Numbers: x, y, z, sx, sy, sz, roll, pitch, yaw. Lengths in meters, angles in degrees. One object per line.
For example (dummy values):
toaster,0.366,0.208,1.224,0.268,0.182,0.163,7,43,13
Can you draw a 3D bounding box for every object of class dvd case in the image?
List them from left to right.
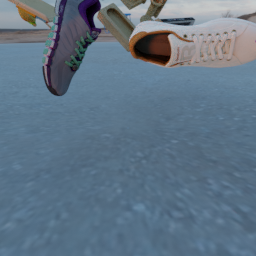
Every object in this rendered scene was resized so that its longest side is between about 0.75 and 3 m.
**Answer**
dvd case,1.365,-2.998,9.445,1.881,1.414,0.233,-21,56,-38

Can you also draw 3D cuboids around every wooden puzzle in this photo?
wooden puzzle,-1.964,-2.653,6.299,1.101,0.222,1.190,29,27,4

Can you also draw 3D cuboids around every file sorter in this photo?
file sorter,-0.369,-3.703,9.913,0.667,0.590,0.961,3,21,27

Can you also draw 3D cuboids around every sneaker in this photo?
sneaker,-0.966,-1.516,5.089,0.854,1.950,0.726,11,5,20
sneaker,1.201,-1.355,4.906,2.441,0.889,1.033,3,35,12

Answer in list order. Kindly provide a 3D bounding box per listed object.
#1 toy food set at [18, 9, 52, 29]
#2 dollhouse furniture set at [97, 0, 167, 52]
toy food set,-2.905,-3.260,7.374,1.272,0.370,1.843,47,6,31
dollhouse furniture set,0.256,-3.065,6.710,1.582,1.505,1.289,-40,-3,-28
